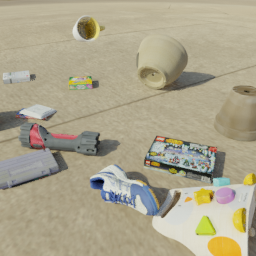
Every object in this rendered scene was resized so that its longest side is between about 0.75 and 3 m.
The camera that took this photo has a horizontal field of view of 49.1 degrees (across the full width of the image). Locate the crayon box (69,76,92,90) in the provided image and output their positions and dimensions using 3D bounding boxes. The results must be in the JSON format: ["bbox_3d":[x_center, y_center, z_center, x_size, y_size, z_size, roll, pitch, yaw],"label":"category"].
[{"bbox_3d":[-2.605,-2.485,15.412,1.247,0.364,1.076,-4,31,-7],"label":"crayon box"}]

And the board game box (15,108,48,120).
[{"bbox_3d":[-4.244,-0.635,12.583,1.381,0.134,0.711,5,30,8],"label":"board game box"}]

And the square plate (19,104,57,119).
[{"bbox_3d":[-4.012,-0.774,12.577,1.188,0.169,1.177,15,25,17],"label":"square plate"}]

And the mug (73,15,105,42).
[{"bbox_3d":[-1.904,-4.435,12.985,1.394,1.117,1.144,18,-3,-29],"label":"mug"}]

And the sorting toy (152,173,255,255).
[{"bbox_3d":[1.980,2.141,7.224,2.425,1.439,2.694,-3,25,34],"label":"sorting toy"}]

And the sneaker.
[{"bbox_3d":[-0.175,1.867,7.793,1.042,0.890,2.363,-20,26,-33],"label":"sneaker"}]

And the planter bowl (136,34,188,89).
[{"bbox_3d":[1.554,-3.285,14.871,2.769,2.769,1.864,15,58,23],"label":"planter bowl"}]

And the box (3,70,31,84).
[{"bbox_3d":[-6.463,-2.962,16.273,1.450,0.298,1.130,-12,34,-17],"label":"box"}]

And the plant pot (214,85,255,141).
[{"bbox_3d":[4.569,-0.713,11.192,1.993,1.729,1.993,-1,30,0],"label":"plant pot"}]

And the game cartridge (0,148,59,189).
[{"bbox_3d":[-3.348,1.314,9.202,1.888,0.362,1.224,-16,39,-24],"label":"game cartridge"}]

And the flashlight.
[{"bbox_3d":[-2.450,0.354,10.202,2.824,0.956,0.960,3,12,4],"label":"flashlight"}]

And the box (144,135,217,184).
[{"bbox_3d":[1.818,1.005,9.570,2.229,0.444,1.526,11,33,17],"label":"box"}]
